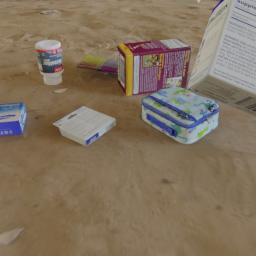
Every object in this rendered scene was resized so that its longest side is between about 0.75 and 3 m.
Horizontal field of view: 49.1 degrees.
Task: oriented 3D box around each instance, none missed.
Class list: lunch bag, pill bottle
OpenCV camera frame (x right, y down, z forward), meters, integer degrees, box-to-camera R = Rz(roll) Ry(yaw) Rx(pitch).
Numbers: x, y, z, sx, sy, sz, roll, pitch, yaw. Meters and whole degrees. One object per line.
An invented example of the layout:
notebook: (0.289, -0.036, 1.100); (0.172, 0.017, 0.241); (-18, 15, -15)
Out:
lunch bag: (1.732, -0.527, 9.598); (1.930, 0.990, 2.401); (-27, 42, -29)
pill bottle: (-3.368, -2.833, 12.208); (1.047, 1.751, 1.047); (0, 35, 0)

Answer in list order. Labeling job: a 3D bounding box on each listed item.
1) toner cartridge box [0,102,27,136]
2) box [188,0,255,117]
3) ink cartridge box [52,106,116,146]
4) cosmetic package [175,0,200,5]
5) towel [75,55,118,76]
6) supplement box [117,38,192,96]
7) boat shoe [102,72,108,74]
toner cartridge box: (-4.942, -0.236, 9.486); (2.687, 0.580, 1.276); (-6, 35, -9)
box: (2.993, -1.768, 6.730); (2.269, 2.467, 1.295); (21, -9, -5)
ink cartridge box: (-1.482, -0.114, 9.544); (1.556, 0.316, 1.553); (23, 41, 30)
cosmetic package: (1.940, -4.193, 8.896); (0.824, 0.301, 0.426); (17, 74, 48)
towel: (-1.060, -2.975, 13.356); (2.514, 0.286, 1.805); (11, 29, 2)
supplement box: (1.052, -2.620, 11.837); (2.798, 1.832, 1.444); (-9, 36, -15)
boat shoe: (-1.280, -2.822, 13.488); (0.323, 0.361, 0.974); (-26, 39, -13)
